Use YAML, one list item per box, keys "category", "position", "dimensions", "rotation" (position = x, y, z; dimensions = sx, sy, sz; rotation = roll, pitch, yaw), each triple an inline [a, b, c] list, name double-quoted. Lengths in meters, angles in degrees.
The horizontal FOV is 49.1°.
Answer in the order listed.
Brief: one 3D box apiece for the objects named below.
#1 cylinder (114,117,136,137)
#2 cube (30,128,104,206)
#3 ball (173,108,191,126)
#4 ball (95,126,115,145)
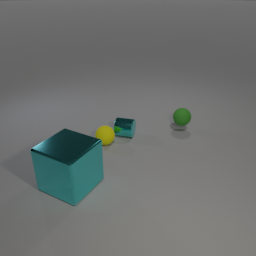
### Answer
- category: "cylinder"
  position: [-0.112, -0.028, 10.684]
  dimensions: [0.700, 0.700, 0.700]
  rotation: [7, 29, 13]
- category: "cube"
  position: [-1.659, 1.044, 7.943]
  dimensions: [1.400, 1.400, 1.400]
  rotation: [15, 32, 26]
- category: "ball"
  position: [2.110, -0.435, 10.921]
  dimensions: [0.700, 0.700, 0.700]
  rotation: [0, 28, 0]
- category: "ball"
  position: [-0.831, 0.263, 10.136]
  dimensions: [0.700, 0.700, 0.700]
  rotation: [0, 28, 0]
